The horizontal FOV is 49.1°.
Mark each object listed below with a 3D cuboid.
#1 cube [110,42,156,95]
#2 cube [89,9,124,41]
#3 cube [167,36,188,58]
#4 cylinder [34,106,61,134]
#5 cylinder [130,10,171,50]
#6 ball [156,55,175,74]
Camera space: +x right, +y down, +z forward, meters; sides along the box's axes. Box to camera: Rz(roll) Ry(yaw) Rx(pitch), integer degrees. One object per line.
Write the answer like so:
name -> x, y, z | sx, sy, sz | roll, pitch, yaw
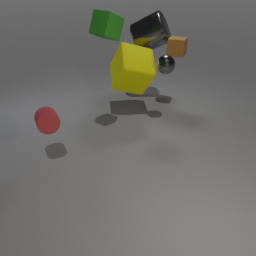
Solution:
cube -> 0.172, -2.405, 11.506 | 1.400, 1.400, 1.400 | 7, 59, -22
cube -> -0.645, -3.092, 8.461 | 0.700, 0.700, 0.700 | 22, 14, 32
cube -> 2.050, -3.388, 11.653 | 0.700, 0.700, 0.700 | 11, 31, 19
cylinder -> -2.492, -0.244, 8.641 | 0.700, 0.700, 0.700 | -11, 23, -20
cylinder -> 1.008, -4.155, 12.226 | 1.400, 1.400, 1.400 | -19, 21, 23
ball -> 1.405, -2.352, 10.397 | 0.700, 0.700, 0.700 | 0, 29, 0
